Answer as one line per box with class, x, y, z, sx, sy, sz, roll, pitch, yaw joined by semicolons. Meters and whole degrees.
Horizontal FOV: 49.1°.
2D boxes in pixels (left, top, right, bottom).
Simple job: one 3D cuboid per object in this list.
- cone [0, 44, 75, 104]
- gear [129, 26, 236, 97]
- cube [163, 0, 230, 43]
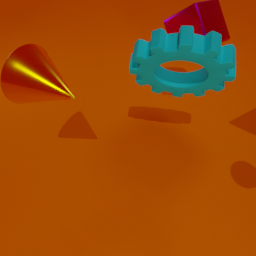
cone;-1.230;-0.664;4.422;1.030;1.026;1.026;27;56;21
gear;0.964;-1.099;5.058;1.840;1.840;0.340;6;73;5
cube;1.553;-2.215;6.325;0.937;0.937;0.937;-28;11;-38
